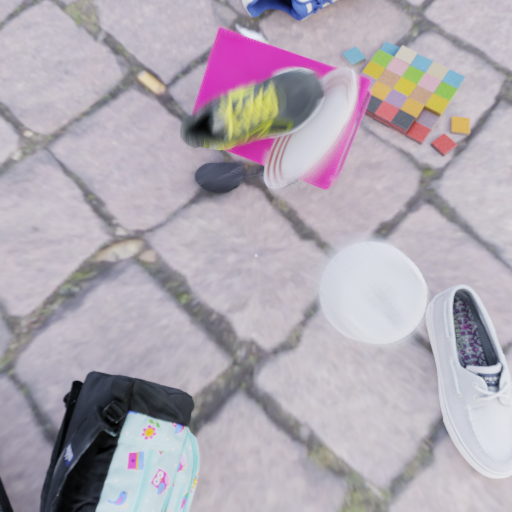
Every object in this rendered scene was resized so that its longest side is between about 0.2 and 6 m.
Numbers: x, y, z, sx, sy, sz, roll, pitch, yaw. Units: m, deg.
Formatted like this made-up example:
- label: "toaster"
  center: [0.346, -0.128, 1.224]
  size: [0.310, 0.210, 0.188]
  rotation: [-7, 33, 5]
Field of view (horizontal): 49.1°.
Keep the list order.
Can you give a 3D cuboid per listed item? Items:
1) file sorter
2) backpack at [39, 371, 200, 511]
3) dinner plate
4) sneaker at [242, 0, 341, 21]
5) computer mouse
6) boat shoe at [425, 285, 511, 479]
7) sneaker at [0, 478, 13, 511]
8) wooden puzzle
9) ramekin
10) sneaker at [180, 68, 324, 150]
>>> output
- label: "file sorter"
  center: [0.470, -2.411, 9.385]
  size: [2.502, 1.569, 1.739]
  rotation: [23, 106, 11]
- label: "backpack"
  center: [-1.790, 2.980, 7.142]
  size: [1.750, 2.307, 2.764]
  rotation: [20, 72, -21]
- label: "dinner plate"
  center: [0.760, -1.724, 7.759]
  size: [0.233, 1.919, 1.919]
  rotation: [32, 68, -22]
- label: "sneaker"
  center: [1.228, -5.282, 11.151]
  size: [3.113, 1.172, 1.372]
  rotation: [3, 75, 11]
- label: "computer mouse"
  center: [-0.166, -1.437, 9.883]
  size: [1.863, 0.317, 0.546]
  rotation: [-3, 66, 2]
- label: "boat shoe"
  center: [3.296, 1.778, 8.278]
  size: [1.015, 0.966, 2.818]
  rotation: [-3, 68, -1]
- label: "sneaker"
  center: [-4.504, 3.322, 7.442]
  size: [2.002, 1.153, 3.839]
  rotation: [-23, 62, -23]
- label: "wooden puzzle"
  center: [2.839, -3.158, 10.677]
  size: [2.904, 0.204, 1.722]
  rotation: [32, 72, 12]
- label: "ramekin"
  center: [1.517, 0.491, 7.112]
  size: [1.321, 0.694, 1.321]
  rotation: [0, 94, -6]
- label: "sneaker"
  center: [-0.108, -1.990, 8.100]
  size: [2.305, 0.975, 0.858]
  rotation: [-17, 100, 34]
